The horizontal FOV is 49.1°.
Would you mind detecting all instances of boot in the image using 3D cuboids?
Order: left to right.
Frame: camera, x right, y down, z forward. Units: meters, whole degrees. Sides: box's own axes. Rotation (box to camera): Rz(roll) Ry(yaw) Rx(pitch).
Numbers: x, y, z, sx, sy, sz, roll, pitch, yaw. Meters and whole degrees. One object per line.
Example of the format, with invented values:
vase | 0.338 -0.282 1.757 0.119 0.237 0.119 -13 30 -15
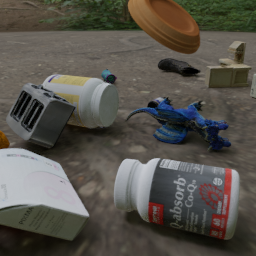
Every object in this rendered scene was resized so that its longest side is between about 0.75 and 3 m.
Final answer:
boot | 2.613 -3.146 14.503 1.935 0.670 1.685 0 22 -5

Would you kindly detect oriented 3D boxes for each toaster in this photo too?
toaster | -2.155 -0.285 6.824 1.281 1.416 0.840 32 4 38

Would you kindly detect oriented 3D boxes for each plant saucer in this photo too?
plant saucer | 1.265 -3.420 8.818 2.654 0.497 2.654 20 44 -20

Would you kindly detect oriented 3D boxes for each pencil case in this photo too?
pencil case | -0.892 -2.380 12.949 0.513 0.472 1.110 -8 25 -14

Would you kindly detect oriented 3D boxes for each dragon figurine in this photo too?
dragon figurine | 1.156 -0.178 7.235 2.973 0.875 1.478 9 24 18

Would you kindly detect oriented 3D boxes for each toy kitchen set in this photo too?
toy kitchen set | 4.217 -2.972 12.696 1.931 1.746 2.141 -3 23 -8

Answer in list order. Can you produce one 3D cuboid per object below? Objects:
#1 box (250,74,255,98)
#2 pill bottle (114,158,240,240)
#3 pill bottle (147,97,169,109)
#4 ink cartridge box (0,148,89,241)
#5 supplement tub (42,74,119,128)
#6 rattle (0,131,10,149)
box | 5.580 -1.204 9.616 1.085 0.903 2.640 -8 25 -17
pill bottle | 0.732 1.010 4.287 1.731 1.003 1.003 7 24 17
pill bottle | 1.020 -0.754 9.149 0.446 0.446 0.797 17 28 35
ink cartridge box | -1.798 0.738 4.139 2.155 0.615 1.751 35 2 -35
supplement tub | -1.361 -0.753 7.930 1.913 1.391 1.391 10 25 22
rattle | -3.705 0.283 5.371 1.707 1.556 2.390 37 -7 -1
